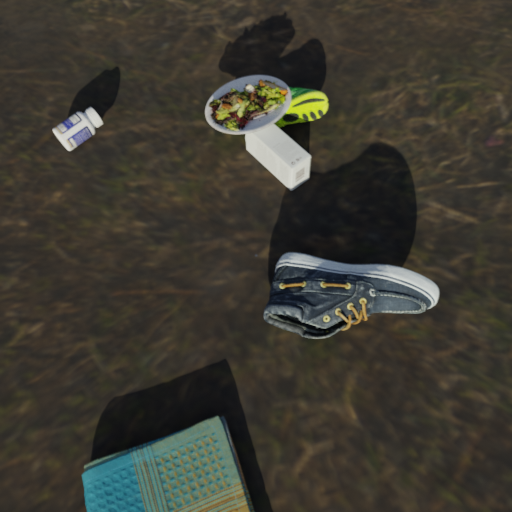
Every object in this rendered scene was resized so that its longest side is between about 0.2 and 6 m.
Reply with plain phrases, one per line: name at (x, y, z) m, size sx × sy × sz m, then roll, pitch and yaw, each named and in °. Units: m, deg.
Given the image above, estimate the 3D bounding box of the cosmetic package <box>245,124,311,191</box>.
cosmetic package at (0.382, -1.870, 10.149) m, size 0.465 × 0.661 × 1.304 m, roll -37°, pitch 66°, yaw -18°

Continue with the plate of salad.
plate of salad at (-0.169, -2.824, 10.167) m, size 1.616 × 0.388 × 1.616 m, roll -7°, pitch 54°, yaw 9°

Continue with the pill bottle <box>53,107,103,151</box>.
pill bottle at (-3.327, -2.398, 10.509) m, size 0.828 × 0.496 × 0.496 m, roll -39°, pitch 66°, yaw -12°

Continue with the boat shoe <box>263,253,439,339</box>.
boat shoe at (1.386, 0.753, 8.422) m, size 2.506 × 0.887 × 1.138 m, roll 9°, pitch 58°, yaw 18°

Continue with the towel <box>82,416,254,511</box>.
towel at (-0.954, 3.683, 7.042) m, size 2.056 × 0.304 × 2.803 m, roll -17°, pitch 62°, yaw -10°

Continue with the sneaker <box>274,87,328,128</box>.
sneaker at (0.433, -2.846, 10.843) m, size 1.890 × 0.700 × 0.790 m, roll -4°, pitch 28°, yaw 4°
